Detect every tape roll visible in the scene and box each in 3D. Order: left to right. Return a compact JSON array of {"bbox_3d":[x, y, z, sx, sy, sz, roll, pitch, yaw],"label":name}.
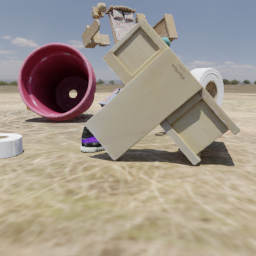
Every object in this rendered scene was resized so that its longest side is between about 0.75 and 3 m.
[{"bbox_3d":[-2.597,0.348,5.546,0.977,0.342,0.977,0,8,0],"label":"tape roll"},{"bbox_3d":[3.033,-1.372,11.253,2.030,2.030,0.710,-8,13,-43],"label":"tape roll"}]

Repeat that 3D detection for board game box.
[{"bbox_3d":[-0.738,-1.549,14.989,1.710,0.528,1.711,-3,44,51],"label":"board game box"}]

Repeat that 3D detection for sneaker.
[{"bbox_3d":[-0.436,0.097,6.074,0.469,0.671,1.349,7,12,42],"label":"sneaker"}]

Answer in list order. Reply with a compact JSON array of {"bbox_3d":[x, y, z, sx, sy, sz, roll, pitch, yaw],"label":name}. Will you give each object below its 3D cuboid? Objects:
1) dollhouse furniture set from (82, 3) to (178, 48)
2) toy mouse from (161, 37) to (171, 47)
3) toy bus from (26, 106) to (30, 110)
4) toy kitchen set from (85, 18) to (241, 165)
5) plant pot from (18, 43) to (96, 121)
[{"bbox_3d":[0.003,-3.307,8.842,2.801,1.452,1.240,-7,-10,-33],"label":"dollhouse furniture set"},{"bbox_3d":[0.898,-1.972,6.893,0.184,0.847,0.953,-11,23,37],"label":"toy mouse"},{"bbox_3d":[-5.084,-1.378,15.720,0.773,0.643,1.976,1,9,8],"label":"toy bus"},{"bbox_3d":[0.550,-0.411,5.750,1.990,2.439,2.200,-41,-3,16],"label":"toy kitchen set"},{"bbox_3d":[-2.513,-1.600,11.313,2.846,2.846,2.548,1,-6,8],"label":"plant pot"}]
